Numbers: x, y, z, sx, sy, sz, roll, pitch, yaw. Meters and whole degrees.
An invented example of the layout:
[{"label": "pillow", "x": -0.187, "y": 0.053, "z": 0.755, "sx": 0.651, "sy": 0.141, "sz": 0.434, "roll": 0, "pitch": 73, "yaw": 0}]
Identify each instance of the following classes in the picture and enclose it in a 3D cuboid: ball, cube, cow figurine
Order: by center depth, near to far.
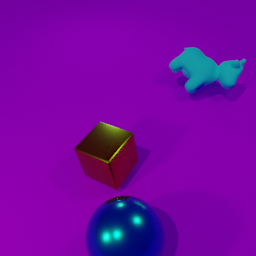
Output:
[{"label": "ball", "x": -0.048, "y": 1.889, "z": 4.897, "sx": 1.378, "sy": 1.378, "sz": 1.378, "roll": 0, "pitch": 48, "yaw": 0}, {"label": "cube", "x": -0.443, "y": 0.600, "z": 6.247, "sx": 0.950, "sy": 0.950, "sz": 0.950, "roll": 18, "pitch": 50, "yaw": 29}, {"label": "cow figurine", "x": 2.257, "y": -1.701, "z": 7.883, "sx": 1.689, "sy": 0.942, "sz": 1.717, "roll": -37, "pitch": 81, "yaw": 13}]
